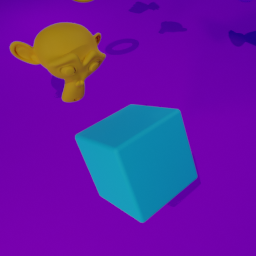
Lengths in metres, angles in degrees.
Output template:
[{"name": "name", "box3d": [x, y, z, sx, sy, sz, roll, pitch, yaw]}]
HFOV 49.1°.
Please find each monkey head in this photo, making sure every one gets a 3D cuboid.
[{"name": "monkey head", "box3d": [-0.826, -0.906, 3.820, 1.344, 0.967, 0.810, -19, 55, -34]}]

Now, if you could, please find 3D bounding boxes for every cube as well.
[{"name": "cube", "box3d": [0.100, 0.342, 3.340, 0.925, 0.925, 0.925, -31, 24, -28]}]

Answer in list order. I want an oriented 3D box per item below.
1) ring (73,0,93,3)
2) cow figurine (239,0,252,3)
[{"name": "ring", "box3d": [-0.994, -3.272, 6.023, 1.078, 1.078, 0.216, -7, 38, -5]}, {"name": "cow figurine", "box3d": [3.445, -3.572, 6.859, 1.467, 1.444, 0.805, -44, 22, 16]}]
